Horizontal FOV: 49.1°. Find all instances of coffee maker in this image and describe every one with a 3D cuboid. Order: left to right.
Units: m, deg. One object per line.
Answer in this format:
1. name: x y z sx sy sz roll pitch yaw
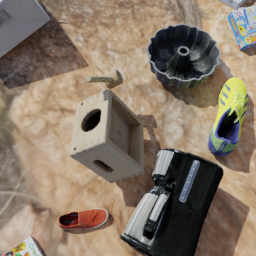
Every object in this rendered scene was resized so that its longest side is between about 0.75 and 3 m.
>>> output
1. coffee maker: 1.457 2.179 7.201 2.564 1.798 2.670 31 68 -6

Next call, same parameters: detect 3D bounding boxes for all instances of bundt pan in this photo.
1. bundt pan: 1.849 -2.375 9.695 2.480 0.931 2.480 0 65 0

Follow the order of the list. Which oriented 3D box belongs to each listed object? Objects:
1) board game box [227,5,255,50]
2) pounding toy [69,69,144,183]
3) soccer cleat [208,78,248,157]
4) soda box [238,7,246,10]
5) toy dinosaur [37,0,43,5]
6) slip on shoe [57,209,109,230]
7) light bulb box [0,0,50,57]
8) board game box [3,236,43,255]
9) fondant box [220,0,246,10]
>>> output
1. board game box: 4.654 -3.782 10.453 1.436 0.401 1.406 -17 82 -8
2. pounding toy: -0.745 -0.337 7.703 1.292 2.481 2.825 -22 46 27
3. soccer cleat: 3.212 -0.490 8.581 0.943 1.220 2.916 21 65 8
4. soda box: 4.571 -4.342 11.013 0.297 0.276 0.870 -8 64 -4
5. toy dinosaur: -3.654 -4.418 10.739 1.125 0.640 2.118 34 101 24
6. slip on shoe: -1.233 2.474 7.609 1.412 0.432 0.523 -5 62 -4
7. light bulb box: -4.823 -4.360 9.842 2.810 1.769 2.835 -36 69 1
8. board game box: -2.527 3.578 7.179 0.813 0.223 1.288 -34 69 -16
9. fondant box: 4.488 -5.564 11.554 0.934 0.377 1.295 39 69 17
